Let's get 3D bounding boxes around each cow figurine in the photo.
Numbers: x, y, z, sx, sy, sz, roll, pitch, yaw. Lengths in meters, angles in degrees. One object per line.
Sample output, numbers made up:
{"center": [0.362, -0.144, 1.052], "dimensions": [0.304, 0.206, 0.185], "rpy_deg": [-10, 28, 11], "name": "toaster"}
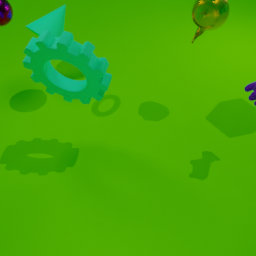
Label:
{"center": [3.234, -0.961, 6.499], "dimensions": [0.933, 0.520, 0.948], "rpy_deg": [-27, 20, 16], "name": "cow figurine"}

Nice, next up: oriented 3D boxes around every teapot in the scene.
{"center": [2.121, -3.030, 7.487], "dimensions": [1.004, 1.615, 0.791], "rpy_deg": [35, 47, 14], "name": "teapot"}

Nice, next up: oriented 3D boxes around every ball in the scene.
{"center": [-3.557, -3.184, 7.619], "dimensions": [0.803, 0.803, 0.803], "rpy_deg": [0, 50, 0], "name": "ball"}

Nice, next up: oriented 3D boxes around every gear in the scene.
{"center": [-1.419, -1.347, 6.614], "dimensions": [2.026, 2.026, 0.375], "rpy_deg": [11, 60, 9], "name": "gear"}

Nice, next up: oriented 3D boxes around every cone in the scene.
{"center": [-2.186, -3.162, 8.363], "dimensions": [1.205, 1.205, 1.210], "rpy_deg": [35, 94, 26], "name": "cone"}
